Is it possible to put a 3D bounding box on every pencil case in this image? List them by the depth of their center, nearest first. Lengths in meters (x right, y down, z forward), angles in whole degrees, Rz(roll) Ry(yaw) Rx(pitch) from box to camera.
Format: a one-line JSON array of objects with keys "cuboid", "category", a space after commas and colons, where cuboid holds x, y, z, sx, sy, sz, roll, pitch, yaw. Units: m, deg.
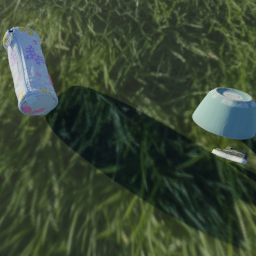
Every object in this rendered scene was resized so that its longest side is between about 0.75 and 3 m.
[{"cuboid": [-3.050, -1.777, 8.693, 1.166, 1.273, 2.806, -17, 69, -12], "category": "pencil case"}]

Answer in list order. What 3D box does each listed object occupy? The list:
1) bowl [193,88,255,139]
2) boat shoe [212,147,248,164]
[{"cuboid": [2.785, -0.519, 7.792, 1.780, 0.931, 1.780, 7, 28, -4], "category": "bowl"}, {"cuboid": [2.790, 0.687, 7.608, 1.023, 0.369, 0.363, 17, 87, 49], "category": "boat shoe"}]
